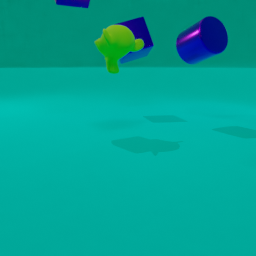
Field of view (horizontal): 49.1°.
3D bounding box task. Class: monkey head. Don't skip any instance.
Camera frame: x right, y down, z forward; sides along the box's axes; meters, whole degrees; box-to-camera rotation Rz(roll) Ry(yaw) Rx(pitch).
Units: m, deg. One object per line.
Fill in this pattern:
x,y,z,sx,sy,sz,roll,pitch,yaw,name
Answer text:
-0.216,-1.706,6.044,0.785,0.937,1.302,-14,-5,39,monkey head

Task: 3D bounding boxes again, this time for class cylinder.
1.887,-2.225,7.211,0.948,0.948,0.948,-7,-2,-27,cylinder

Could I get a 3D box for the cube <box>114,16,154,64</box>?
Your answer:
0.117,-2.743,8.834,0.974,0.974,0.974,-19,-2,-10,cube

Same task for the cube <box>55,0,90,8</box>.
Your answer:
-1.259,-3.259,6.246,0.763,0.763,0.763,-7,56,-29,cube
